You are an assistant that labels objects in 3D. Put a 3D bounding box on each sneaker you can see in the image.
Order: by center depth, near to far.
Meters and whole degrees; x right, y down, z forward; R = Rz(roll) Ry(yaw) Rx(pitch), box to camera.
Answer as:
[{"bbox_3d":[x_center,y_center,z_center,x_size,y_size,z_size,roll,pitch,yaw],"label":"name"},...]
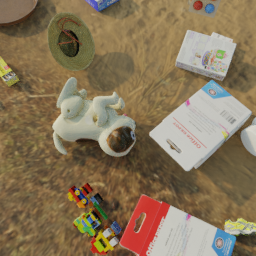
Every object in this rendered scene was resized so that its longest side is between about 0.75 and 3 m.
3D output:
[{"bbox_3d":[3.239,2.702,7.668,1.175,0.443,0.449,0,64,-2],"label":"sneaker"}]

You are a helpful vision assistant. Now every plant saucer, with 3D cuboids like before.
[{"bbox_3d":[-4.961,-5.114,11.572,2.567,0.442,2.567,0,64,0],"label":"plant saucer"}]

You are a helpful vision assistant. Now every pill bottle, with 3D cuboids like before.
[{"bbox_3d":[4.657,-0.023,8.588,2.217,1.245,1.245,-27,67,-12],"label":"pill bottle"}]

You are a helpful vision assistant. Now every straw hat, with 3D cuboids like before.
[{"bbox_3d":[-2.237,-3.052,10.236,0.869,2.053,2.053,1,53,48],"label":"straw hat"}]

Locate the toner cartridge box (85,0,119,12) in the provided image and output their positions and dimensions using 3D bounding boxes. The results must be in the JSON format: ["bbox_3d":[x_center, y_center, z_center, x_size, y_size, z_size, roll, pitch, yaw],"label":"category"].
[{"bbox_3d":[-1.596,-6.117,12.000,1.203,0.547,2.532,-38,69,-17],"label":"toner cartridge box"}]

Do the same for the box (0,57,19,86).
[{"bbox_3d":[-4.467,-2.059,10.113,0.456,0.304,1.212,-37,69,-17],"label":"box"}]

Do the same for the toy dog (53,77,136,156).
[{"bbox_3d":[-0.909,-0.074,8.396,2.451,1.710,2.377,25,75,11],"label":"toy dog"}]

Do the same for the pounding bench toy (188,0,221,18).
[{"bbox_3d":[1.993,-3.466,6.974,0.681,1.096,0.855,14,38,-1],"label":"pounding bench toy"}]

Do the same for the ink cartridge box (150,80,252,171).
[{"bbox_3d":[2.168,0.035,8.691,2.863,0.971,1.648,-38,69,-17],"label":"ink cartridge box"}]

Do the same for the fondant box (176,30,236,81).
[{"bbox_3d":[2.783,-2.621,10.107,1.808,0.527,1.304,20,81,11],"label":"fondant box"}]

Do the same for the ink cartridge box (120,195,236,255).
[{"bbox_3d":[1.231,2.985,7.277,2.584,0.869,1.501,24,66,11],"label":"ink cartridge box"}]

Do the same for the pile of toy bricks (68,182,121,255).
[{"bbox_3d":[-1.082,2.488,7.629,0.940,1.056,1.904,-39,85,12],"label":"pile of toy bricks"}]

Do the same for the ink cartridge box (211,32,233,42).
[{"bbox_3d":[3.480,-3.206,10.661,0.807,0.339,0.587,25,67,10],"label":"ink cartridge box"}]
